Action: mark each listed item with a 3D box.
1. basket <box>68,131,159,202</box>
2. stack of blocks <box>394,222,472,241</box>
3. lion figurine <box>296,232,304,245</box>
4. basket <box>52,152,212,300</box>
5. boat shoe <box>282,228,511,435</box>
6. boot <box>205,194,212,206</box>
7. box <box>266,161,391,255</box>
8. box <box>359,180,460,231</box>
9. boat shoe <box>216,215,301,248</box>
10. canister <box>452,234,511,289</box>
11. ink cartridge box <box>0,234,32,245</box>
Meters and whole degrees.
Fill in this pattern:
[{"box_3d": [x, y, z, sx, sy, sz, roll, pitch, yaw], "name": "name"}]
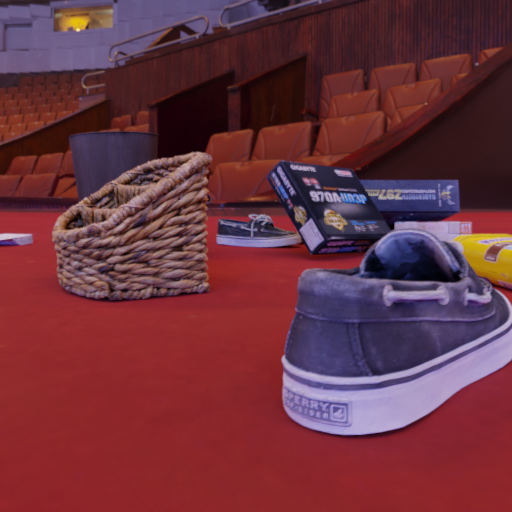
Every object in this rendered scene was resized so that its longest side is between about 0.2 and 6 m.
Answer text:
[{"box_3d": [-3.045, -1.360, 12.103, 2.182, 2.420, 1.646, 4, 8, 36], "name": "basket"}, {"box_3d": [4.262, -0.564, 13.529, 1.757, 0.515, 1.012, 2, 5, 20], "name": "stack of blocks"}, {"box_3d": [1.438, -0.571, 13.155, 1.042, 0.638, 0.378, 2, -9, 17], "name": "lion figurine"}, {"box_3d": [-1.717, -0.451, 7.128, 1.633, 1.704, 2.287, -3, 8, -29], "name": "basket"}, {"box_3d": [1.108, 0.284, 3.823, 1.010, 0.954, 2.815, 5, 8, 39], "name": "boat shoe"}, {"box_3d": [-1.470, -0.720, 11.192, 1.839, 0.800, 2.211, -24, -4, 37], "name": "boot"}, {"box_3d": [1.501, -0.928, 10.958, 2.320, 1.844, 0.534, -3, -33, -45], "name": "box"}, {"box_3d": [3.518, -1.246, 15.190, 2.771, 0.896, 3.514, -1, -6, -2], "name": "box"}, {"box_3d": [0.038, -0.591, 12.888, 2.138, 0.730, 0.789, 4, 8, 34], "name": "boat shoe"}, {"box_3d": [3.371, 0.082, 7.343, 1.071, 0.624, 1.442, -1, 8, -13], "name": "canister"}, {"box_3d": [-5.895, -0.341, 13.051, 0.828, 0.258, 1.030, 2, 11, 20], "name": "ink cartridge box"}]
